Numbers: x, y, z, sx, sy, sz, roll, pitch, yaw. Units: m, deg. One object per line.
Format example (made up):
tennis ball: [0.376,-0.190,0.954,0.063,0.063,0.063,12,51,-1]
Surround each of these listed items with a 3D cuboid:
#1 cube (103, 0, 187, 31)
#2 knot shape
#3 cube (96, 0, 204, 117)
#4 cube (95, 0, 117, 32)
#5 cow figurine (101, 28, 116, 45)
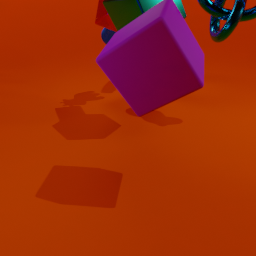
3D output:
cube: [0.413,-2.846,6.716,1.236,1.236,1.236,-47,39,-19]
knot shape: [2.732,-3.250,7.153,1.760,1.881,0.869,-5,5,43]
cube: [0.420,-1.123,4.479,1.173,1.173,1.173,-25,27,30]
cube: [-0.305,-3.203,7.605,0.837,0.837,0.837,11,-4,-29]
cow figurine: [-0.488,-3.337,9.183,1.627,0.908,1.653,3,-20,-40]
